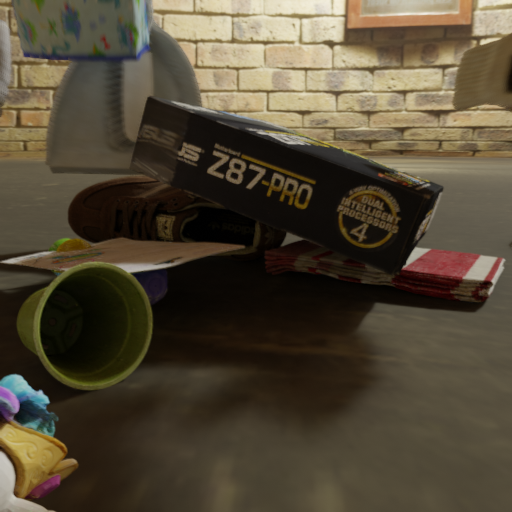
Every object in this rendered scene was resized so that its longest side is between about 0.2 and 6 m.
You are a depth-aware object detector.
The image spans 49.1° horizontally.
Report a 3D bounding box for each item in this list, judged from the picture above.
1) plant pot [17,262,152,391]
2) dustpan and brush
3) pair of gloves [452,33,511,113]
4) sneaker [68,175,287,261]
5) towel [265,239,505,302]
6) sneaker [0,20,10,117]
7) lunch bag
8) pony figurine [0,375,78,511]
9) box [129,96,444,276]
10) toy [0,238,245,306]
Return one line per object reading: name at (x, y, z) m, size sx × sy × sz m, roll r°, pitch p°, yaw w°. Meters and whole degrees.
plant pot at (-1.376, 0.504, 4.206) m, size 0.887 × 0.887 × 0.842 m, roll -11°, pitch 5°, yaw -41°
dustpan and brush at (-1.857, -3.037, 8.541) m, size 2.547 × 3.650 × 1.045 m, roll -4°, pitch 14°, yaw -33°
pair of gloves at (3.227, -3.005, 6.410) m, size 0.470 × 2.681 × 2.279 m, roll 8°, pitch 14°, yaw -21°
sneaker at (-1.220, -0.556, 7.780) m, size 3.275 × 1.154 × 1.237 m, roll 3°, pitch 5°, yaw 8°
towel at (1.659, 0.100, 7.113) m, size 2.645 × 0.301 × 1.905 m, roll 8°, pitch 12°, yaw 26°
sneaker at (-3.860, -2.237, 7.217) m, size 1.127 × 2.011 × 0.780 m, roll 9°, pitch -16°, yaw -17°
lunch bag at (-2.233, -3.195, 6.980) m, size 1.643 × 1.397 × 1.047 m, roll -1°, pitch 28°, yaw 0°
pony figurine at (-1.954, 0.638, 1.469) m, size 2.586 × 2.230 × 2.678 m, roll 34°, pitch 13°, yaw 4°
box at (0.765, -1.027, 7.513) m, size 3.215 × 0.979 × 3.989 m, roll 22°, pitch 15°, yaw 17°
toy at (-1.485, 0.199, 5.828) m, size 1.537 × 0.630 × 2.670 m, roll -14°, pitch 14°, yaw -37°
